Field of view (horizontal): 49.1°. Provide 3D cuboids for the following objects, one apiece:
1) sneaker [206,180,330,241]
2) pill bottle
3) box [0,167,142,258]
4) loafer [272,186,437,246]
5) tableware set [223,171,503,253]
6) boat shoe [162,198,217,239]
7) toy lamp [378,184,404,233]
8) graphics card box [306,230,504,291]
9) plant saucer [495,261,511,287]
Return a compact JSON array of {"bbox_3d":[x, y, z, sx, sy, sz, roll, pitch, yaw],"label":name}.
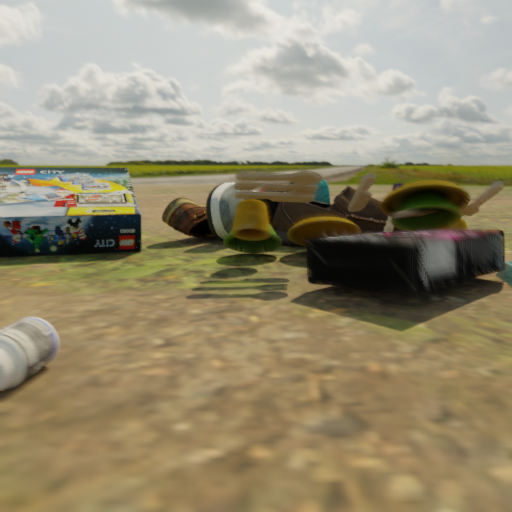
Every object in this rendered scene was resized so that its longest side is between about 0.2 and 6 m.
[{"bbox_3d":[0.542,-0.999,12.023,2.081,1.441,3.447,-6,4,26],"label":"sneaker"},{"bbox_3d":[-1.785,0.724,4.066,0.404,0.404,0.711,1,9,8],"label":"pill bottle"},{"bbox_3d":[-4.468,-0.914,10.702,4.235,0.798,2.893,-2,25,-17],"label":"box"},{"bbox_3d":[1.883,-0.769,10.921,3.336,1.184,1.218,2,9,11],"label":"loafer"},{"bbox_3d":[1.553,-0.422,9.056,4.136,0.635,2.786,2,-19,-4],"label":"tableware set"},{"bbox_3d":[-1.008,-0.689,12.180,0.790,0.842,2.340,43,22,26],"label":"boat shoe"},{"bbox_3d":[2.354,-0.602,9.727,0.419,1.438,0.419,20,-25,10],"label":"toy lamp"},{"bbox_3d":[2.016,0.001,7.358,2.487,0.633,1.560,-7,7,-44],"label":"graphics card box"},{"bbox_3d":[4.795,0.279,7.375,2.890,0.274,1.010,2,9,8],"label":"plant saucer"}]
